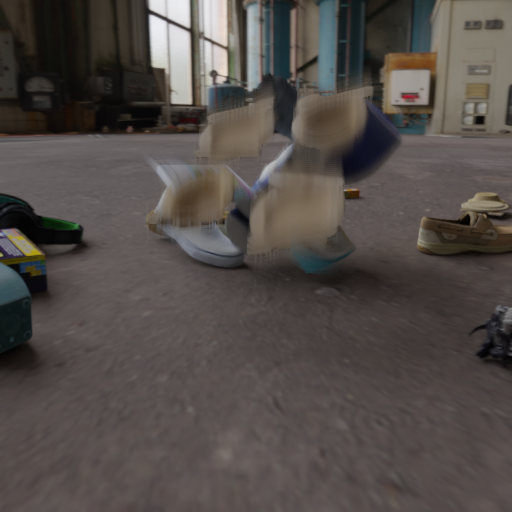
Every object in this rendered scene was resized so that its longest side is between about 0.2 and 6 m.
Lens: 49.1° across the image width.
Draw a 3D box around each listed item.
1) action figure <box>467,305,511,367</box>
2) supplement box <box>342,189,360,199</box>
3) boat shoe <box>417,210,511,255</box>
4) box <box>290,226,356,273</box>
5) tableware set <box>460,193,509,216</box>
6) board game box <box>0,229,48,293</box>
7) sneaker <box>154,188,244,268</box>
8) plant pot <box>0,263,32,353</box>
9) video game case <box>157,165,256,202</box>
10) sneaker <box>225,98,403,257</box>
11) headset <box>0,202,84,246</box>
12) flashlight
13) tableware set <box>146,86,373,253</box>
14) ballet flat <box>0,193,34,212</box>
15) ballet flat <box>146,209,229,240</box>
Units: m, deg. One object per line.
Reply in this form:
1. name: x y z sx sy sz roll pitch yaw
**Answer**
1. action figure: 2.916 0.816 5.728 0.965 0.829 1.624 -20 25 -26
2. supplement box: 2.623 -1.784 16.140 0.713 0.237 0.245 -6 19 -20
3. boat shoe: 4.094 -0.463 10.459 2.219 0.716 0.791 -5 16 -16
4. box: 1.104 -0.115 9.069 1.223 0.503 0.301 -17 -20 -50
5. tableware set: 6.498 -1.281 14.191 2.361 0.328 2.826 5 17 23
6. board game box: -4.353 0.131 8.570 1.755 0.602 2.123 -8 17 -32
7. sneaker: -1.034 -0.524 9.826 2.104 0.745 0.768 32 33 27
8. plant pot: -3.034 0.635 6.229 0.959 0.938 0.941 14 20 25
9. video game case: -0.805 -1.146 8.796 1.218 0.159 1.338 -4 29 -24
10. sneaker: 0.821 -1.470 9.598 3.178 1.284 1.835 -40 12 18
11. headset: -4.516 -0.716 10.572 2.455 1.154 1.516 4 11 -30
12. flashlight: 0.904 -2.351 10.063 0.918 0.921 2.710 36 7 37
13. tableware set: 0.079 -1.180 7.029 2.477 0.344 2.965 1 49 25
14. ballet flat: -5.986 -0.763 11.163 2.868 0.966 0.913 -11 14 -33
15. ballet flat: -1.186 -0.620 11.092 2.142 0.735 0.675 1 23 4
